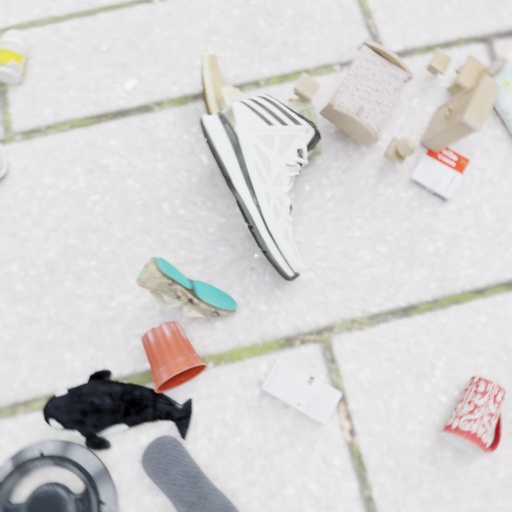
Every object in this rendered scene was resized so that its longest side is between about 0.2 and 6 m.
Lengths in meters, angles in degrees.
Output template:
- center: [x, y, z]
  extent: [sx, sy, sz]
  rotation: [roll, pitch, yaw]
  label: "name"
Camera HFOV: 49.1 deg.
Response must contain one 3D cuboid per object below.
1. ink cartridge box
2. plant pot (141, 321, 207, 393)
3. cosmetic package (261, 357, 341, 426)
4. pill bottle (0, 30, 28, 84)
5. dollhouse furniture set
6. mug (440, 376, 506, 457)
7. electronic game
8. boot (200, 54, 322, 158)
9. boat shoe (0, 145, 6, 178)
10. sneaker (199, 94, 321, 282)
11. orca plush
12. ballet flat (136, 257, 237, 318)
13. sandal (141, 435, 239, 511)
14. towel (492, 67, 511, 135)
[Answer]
- center: [3.881, -1.820, 11.731]
  extent: [0.927, 0.325, 1.140]
  rotation: [31, 82, 8]
  label: "ink cartridge box"
- center: [-1.604, 1.842, 10.445]
  extent: [1.052, 1.052, 1.023]
  rotation: [-27, 69, -7]
  label: "plant pot"
- center: [0.831, 2.527, 10.480]
  extent: [1.360, 0.504, 0.691]
  rotation: [28, 77, 6]
  label: "cosmetic package"
- center: [-5.336, -4.339, 12.217]
  extent: [0.585, 0.585, 1.041]
  rotation: [7, 75, 2]
  label: "pill bottle"
- center: [2.912, -3.641, 11.010]
  extent: [3.315, 1.618, 2.827]
  rotation: [31, 77, -10]
  label: "dollhouse furniture set"
- center: [4.077, 2.966, 10.341]
  extent: [0.822, 1.094, 1.232]
  rotation: [16, 67, 41]
  label: "mug"
- center: [-3.669, 4.515, 9.949]
  extent: [2.406, 0.501, 2.406]
  rotation: [0, 80, -1]
  label: "electronic game"
- center: [0.064, -3.103, 11.685]
  extent: [2.147, 1.001, 2.777]
  rotation: [-17, 82, -3]
  label: "boot"
- center: [-6.002, -2.574, 11.663]
  extent: [0.872, 0.759, 2.365]
  rotation: [-28, 77, -7]
  label: "boat shoe"
- center: [0.562, -1.405, 10.640]
  extent: [2.049, 1.344, 3.562]
  rotation: [-26, 98, -2]
  label: "sneaker"
- center: [-2.578, 2.879, 10.128]
  extent: [2.777, 0.987, 1.461]
  rotation: [16, 76, 4]
  label: "orca plush"
- center: [-1.348, 0.735, 10.542]
  extent: [0.806, 2.140, 0.726]
  rotation: [-44, 39, 18]
  label: "ballet flat"
- center: [-0.998, 4.473, 10.002]
  extent: [1.080, 0.608, 2.841]
  rotation: [-31, 68, -15]
  label: "sandal"
- center: [6.136, -3.402, 12.029]
  extent: [1.997, 0.481, 1.709]
  rotation: [-24, 76, -6]
  label: "towel"
